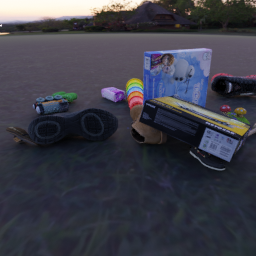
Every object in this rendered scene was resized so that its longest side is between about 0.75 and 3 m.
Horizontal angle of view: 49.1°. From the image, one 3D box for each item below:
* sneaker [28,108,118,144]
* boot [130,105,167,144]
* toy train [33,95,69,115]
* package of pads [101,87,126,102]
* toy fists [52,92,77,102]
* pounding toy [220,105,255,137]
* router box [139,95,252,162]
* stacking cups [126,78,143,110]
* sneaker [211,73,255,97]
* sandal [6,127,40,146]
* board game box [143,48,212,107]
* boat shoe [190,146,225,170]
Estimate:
[{"bbox_3d":[-1.734,-0.160,9.099,2.830,1.075,1.284,-2,9,-17],"label":"sneaker"},{"bbox_3d":[0.402,-0.174,9.302,0.868,0.846,2.299,-8,28,-17],"label":"boot"},{"bbox_3d":[-3.102,-0.928,11.415,1.415,0.603,0.807,-14,36,-29],"label":"toy train"},{"bbox_3d":[-0.681,-1.576,13.057,0.676,0.424,1.121,-19,29,-32],"label":"package of pads"},{"bbox_3d":[-2.903,-1.383,12.655,1.197,0.412,0.610,11,19,26],"label":"toy fists"},{"bbox_3d":[3.756,-0.341,9.716,1.308,0.787,1.695,-12,26,-25],"label":"pounding toy"},{"bbox_3d":[2.033,-0.135,8.254,2.738,0.715,2.153,25,21,25],"label":"router box"},{"bbox_3d":[0.310,-1.315,12.175,0.861,0.861,2.847,0,28,1],"label":"stacking cups"},{"bbox_3d":[5.238,-1.953,13.188,2.877,1.017,1.405,11,25,29],"label":"sneaker"},{"bbox_3d":[-3.303,0.316,8.773,1.340,0.366,0.547,25,13,16],"label":"sandal"},{"bbox_3d":[1.776,-1.519,10.213,2.537,2.550,0.553,-11,26,-24],"label":"board game box"},{"bbox_3d":[2.180,0.746,7.707,0.460,0.394,1.258,-4,25,-26],"label":"boat shoe"}]
